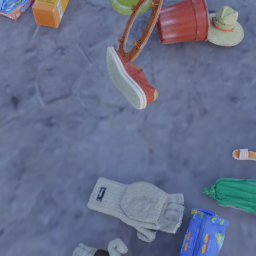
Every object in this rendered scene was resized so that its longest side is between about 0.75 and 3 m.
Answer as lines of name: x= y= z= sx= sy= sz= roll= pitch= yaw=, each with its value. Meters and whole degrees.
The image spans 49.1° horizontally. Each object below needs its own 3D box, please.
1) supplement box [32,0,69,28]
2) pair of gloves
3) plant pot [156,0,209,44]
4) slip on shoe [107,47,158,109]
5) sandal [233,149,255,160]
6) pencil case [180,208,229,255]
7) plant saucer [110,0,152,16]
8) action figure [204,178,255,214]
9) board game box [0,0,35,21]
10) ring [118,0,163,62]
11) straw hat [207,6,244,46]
supplement box: x=-2.758 y=-5.059 z=10.648 sx=0.855 sy=0.884 sz=2.570 roll=10 pitch=61 yaw=3
pair of gloves: x=0.000 y=2.716 z=6.754 sx=2.518 sy=0.519 sz=2.962 roll=3 pitch=56 yaw=18
plant pot: x=1.808 y=-3.640 z=9.650 sx=1.531 sy=1.574 sz=1.574 roll=-11 pitch=64 yaw=3
slip on shoe: x=0.021 y=-0.865 z=4.630 sx=0.422 sy=0.511 sz=1.379 roll=-21 pitch=56 yaw=-22
sandal: x=3.456 y=0.743 z=8.076 sx=0.829 sy=0.238 sz=0.318 roll=4 pitch=63 yaw=2
pencil case: x=1.602 y=3.068 z=6.464 sx=0.945 sy=1.052 sz=2.422 roll=14 pitch=62 yaw=23
plant saucer: x=0.126 y=-5.103 z=11.003 sx=1.664 sy=0.259 sz=1.664 roll=0 pitch=63 yaw=0
action figure: x=3.079 y=1.784 z=7.373 sx=2.107 sy=0.576 sz=1.245 roll=7 pitch=65 yaw=11
board game box: x=-4.238 y=-5.555 z=11.209 sx=1.510 sy=0.285 sz=2.934 roll=25 pitch=66 yaw=13
ring: x=0.197 y=-2.524 z=6.860 sx=0.205 sy=2.134 sz=2.134 roll=19 pitch=62 yaw=-21
straw hat: x=3.423 y=-3.820 z=9.883 sx=1.881 sy=0.796 sz=1.881 roll=5 pitch=58 yaw=-8
